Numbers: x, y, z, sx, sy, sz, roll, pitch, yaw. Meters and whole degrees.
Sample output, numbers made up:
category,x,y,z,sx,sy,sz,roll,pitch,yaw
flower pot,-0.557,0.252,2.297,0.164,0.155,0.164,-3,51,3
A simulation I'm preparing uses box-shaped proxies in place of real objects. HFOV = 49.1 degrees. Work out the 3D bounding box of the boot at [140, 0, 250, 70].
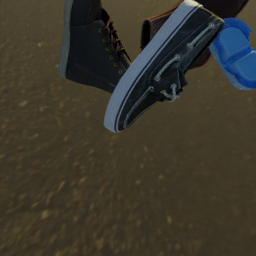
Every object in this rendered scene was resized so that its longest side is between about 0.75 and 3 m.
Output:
category,x,y,z,sx,sy,sz,roll,pitch,yaw
boot,1.398,-2.445,5.772,2.459,2.956,1.070,-26,50,-29

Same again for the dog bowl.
category,x,y,z,sx,sy,sz,roll,pitch,yaw
dog bowl,1.996,-1.289,5.059,0.774,0.344,1.389,-31,84,-9

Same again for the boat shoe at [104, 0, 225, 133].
category,x,y,z,sx,sy,sz,roll,pitch,yaw
boat shoe,0.425,-0.650,3.426,0.605,0.672,1.900,38,96,16

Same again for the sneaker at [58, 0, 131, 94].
category,x,y,z,sx,sy,sz,roll,pitch,yaw
sneaker,-0.471,-1.970,5.734,1.490,2.805,1.049,21,49,-2
